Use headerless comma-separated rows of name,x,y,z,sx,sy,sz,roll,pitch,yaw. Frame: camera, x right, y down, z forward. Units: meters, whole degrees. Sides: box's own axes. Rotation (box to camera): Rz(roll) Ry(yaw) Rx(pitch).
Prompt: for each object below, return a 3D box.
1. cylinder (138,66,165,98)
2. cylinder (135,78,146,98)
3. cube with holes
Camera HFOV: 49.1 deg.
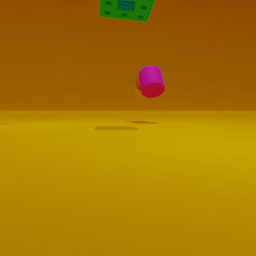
cylinder,0.970,-1.907,11.616,0.972,0.972,0.972,-6,-33,-4
cylinder,0.691,-1.830,12.697,0.753,0.753,0.753,0,-14,1
cube with holes,-0.003,-3.566,6.825,1.279,1.279,1.279,4,-9,-6
